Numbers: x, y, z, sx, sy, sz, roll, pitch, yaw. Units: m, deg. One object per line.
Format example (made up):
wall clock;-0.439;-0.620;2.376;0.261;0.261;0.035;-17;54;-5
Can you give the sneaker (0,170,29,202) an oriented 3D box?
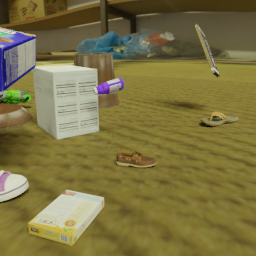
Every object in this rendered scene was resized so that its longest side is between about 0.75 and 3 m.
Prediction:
sneaker;-2.900;0.792;5.218;1.953;1.114;0.708;0;15;-5

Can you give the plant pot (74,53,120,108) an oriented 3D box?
plant pot;-1.584;-2.321;13.258;2.393;2.369;2.393;1;16;0

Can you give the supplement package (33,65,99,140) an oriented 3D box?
supplement package;-2.070;-0.958;9.304;1.510;2.053;1.963;-11;21;-33

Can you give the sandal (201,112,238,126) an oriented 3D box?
sandal;3.324;-0.392;10.185;1.667;0.450;0.669;-8;19;-25

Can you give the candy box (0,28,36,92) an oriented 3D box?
candy box;-3.185;-1.617;5.874;1.967;0.896;2.327;9;22;-7

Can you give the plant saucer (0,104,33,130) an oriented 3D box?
plant saucer;-4.999;-0.489;10.474;2.717;0.497;2.717;-1;17;0

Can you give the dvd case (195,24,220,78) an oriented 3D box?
dvd case;3.191;-3.024;11.202;0.159;1.991;1.480;-22;-6;24

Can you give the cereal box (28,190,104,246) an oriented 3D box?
cereal box;-0.973;1.427;4.632;0.789;0.217;1.097;7;18;21

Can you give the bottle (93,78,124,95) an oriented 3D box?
bottle;-0.579;-1.201;8.313;0.919;0.384;0.300;-20;59;-19

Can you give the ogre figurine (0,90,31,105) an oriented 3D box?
ogre figurine;-5.770;-1.336;12.063;2.729;1.339;1.636;19;3;11

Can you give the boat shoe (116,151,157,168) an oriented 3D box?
boat shoe;0.193;0.738;6.696;0.980;0.331;0.353;2;17;6
